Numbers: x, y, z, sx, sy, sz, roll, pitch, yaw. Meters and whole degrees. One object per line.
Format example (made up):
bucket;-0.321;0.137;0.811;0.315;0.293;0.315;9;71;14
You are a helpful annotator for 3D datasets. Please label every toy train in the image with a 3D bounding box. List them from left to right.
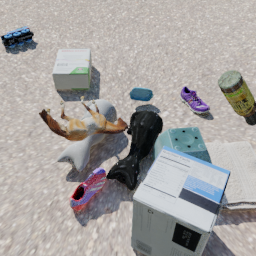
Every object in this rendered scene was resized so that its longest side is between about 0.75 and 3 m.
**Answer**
toy train;-5.548;-4.544;14.011;1.630;0.707;0.931;-28;42;-22

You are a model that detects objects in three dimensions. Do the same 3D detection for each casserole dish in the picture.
casserole dish;0.500;-1.292;10.574;0.931;0.564;0.181;5;41;-11

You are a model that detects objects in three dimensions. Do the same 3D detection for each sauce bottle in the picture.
sauce bottle;3.210;-0.758;7.856;0.657;2.032;0.657;-27;42;28

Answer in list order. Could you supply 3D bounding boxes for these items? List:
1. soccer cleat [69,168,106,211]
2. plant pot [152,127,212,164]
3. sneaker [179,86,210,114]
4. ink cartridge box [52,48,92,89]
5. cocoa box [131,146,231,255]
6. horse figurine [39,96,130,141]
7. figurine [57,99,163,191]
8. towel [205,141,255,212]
soccer cleat;-1.095;1.627;7.856;0.509;0.583;1.525;23;50;22
plant pot;1.570;0.802;8.010;1.514;1.542;1.509;-4;44;-4
sneaker;2.484;-1.068;10.547;0.583;0.603;1.447;-28;52;-25
ink cartridge box;-2.294;-2.523;11.826;1.422;0.856;1.957;-1;46;-2
cocoa box;1.103;1.895;6.305;1.585;2.376;1.559;21;48;19
horse figurine;-1.296;-0.200;7.978;2.401;0.599;1.591;-15;58;-39
figurine;-0.545;0.473;8.739;2.686;1.156;2.621;15;51;16
towel;3.167;1.319;8.253;1.611;0.419;2.431;-1;45;-5
